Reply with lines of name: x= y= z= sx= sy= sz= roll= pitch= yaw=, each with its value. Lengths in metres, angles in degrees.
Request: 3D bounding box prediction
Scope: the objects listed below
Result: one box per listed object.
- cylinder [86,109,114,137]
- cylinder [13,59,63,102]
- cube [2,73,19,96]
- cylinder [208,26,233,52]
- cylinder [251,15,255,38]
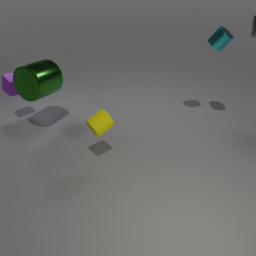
cylinder: x=-0.957 y=-0.177 z=9.494 sx=0.700 sy=0.700 sz=0.700 roll=-39 pitch=43 yaw=-15
cylinder: x=-3.574 y=-1.919 z=11.196 sx=1.400 sy=1.400 sz=1.400 roll=14 pitch=29 yaw=22
cube: x=-4.890 y=-1.867 z=11.965 sx=0.700 sy=0.700 sz=0.700 roll=-20 pitch=50 yaw=-42
cylinder: x=3.609 y=-3.474 z=10.942 sx=0.700 sy=0.700 sz=0.700 roll=23 pitch=43 yaw=-23
cylinder: x=4.886 y=-3.698 z=10.180 sx=0.700 sy=0.700 sz=0.700 roll=3 pitch=8 yaw=0
